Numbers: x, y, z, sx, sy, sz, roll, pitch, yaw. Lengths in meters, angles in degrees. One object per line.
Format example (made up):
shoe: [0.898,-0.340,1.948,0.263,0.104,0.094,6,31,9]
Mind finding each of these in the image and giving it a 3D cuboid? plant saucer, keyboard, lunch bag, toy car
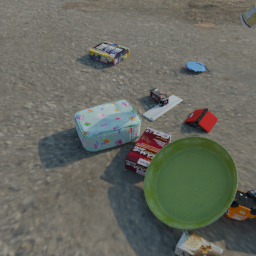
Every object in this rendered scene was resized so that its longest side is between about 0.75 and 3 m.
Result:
plant saucer: [1.719,1.498,7.848,2.664,0.414,2.664,-18,52,24]
keyboard: [1.486,-0.877,11.772,0.568,0.108,2.020,28,47,36]
lunch bag: [-0.732,-0.155,10.310,2.290,0.883,1.837,-16,41,-18]
toy car: [3.121,2.598,7.149,1.185,0.804,2.416,11,35,-21]

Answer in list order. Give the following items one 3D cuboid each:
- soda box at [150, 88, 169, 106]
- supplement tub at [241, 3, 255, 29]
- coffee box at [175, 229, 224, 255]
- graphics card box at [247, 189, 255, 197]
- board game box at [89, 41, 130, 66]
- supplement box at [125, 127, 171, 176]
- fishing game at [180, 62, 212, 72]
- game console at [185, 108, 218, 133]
soda box: [1.337,-1.353,12.065,0.360,0.322,1.016,-21,40,-21]
supplement tub: [4.414,-3.896,9.585,0.647,0.896,0.647,12,64,-25]
coffee box: [1.748,3.062,6.932,1.014,0.404,0.580,24,46,25]
graphics card box: [4.118,2.079,8.164,1.126,0.286,0.707,-10,44,-9]
board game box: [-1.011,-4.055,15.152,1.727,0.490,1.427,25,48,26]
supplement box: [0.698,0.789,9.483,0.943,0.528,1.733,19,45,20]
fishing game: [3.429,-3.084,14.239,1.490,0.232,1.067,-4,41,-17]
game console: [2.894,-0.282,11.061,0.878,0.605,1.019,-6,28,45]
